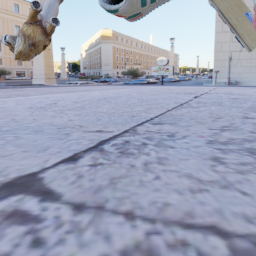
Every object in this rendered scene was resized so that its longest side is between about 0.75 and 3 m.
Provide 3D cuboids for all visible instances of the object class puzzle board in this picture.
[{"bbox_3d":[3.108,-3.364,8.182,1.811,2.404,0.209,-35,-3,-41],"label":"puzzle board"}]

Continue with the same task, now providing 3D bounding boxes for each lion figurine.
[{"bbox_3d":[-1.809,-2.630,6.220,0.890,2.457,1.505,33,-22,-21],"label":"lion figurine"}]

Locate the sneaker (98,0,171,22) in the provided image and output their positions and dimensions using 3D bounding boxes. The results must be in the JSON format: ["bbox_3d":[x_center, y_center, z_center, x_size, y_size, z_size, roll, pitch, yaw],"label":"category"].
[{"bbox_3d":[0.413,-3.368,6.373,1.273,0.959,2.723,-9,-7,-45],"label":"sneaker"}]

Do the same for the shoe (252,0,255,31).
[{"bbox_3d":[2.637,-2.422,5.475,0.514,1.437,0.654,-24,15,7],"label":"shoe"}]
